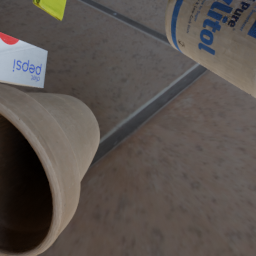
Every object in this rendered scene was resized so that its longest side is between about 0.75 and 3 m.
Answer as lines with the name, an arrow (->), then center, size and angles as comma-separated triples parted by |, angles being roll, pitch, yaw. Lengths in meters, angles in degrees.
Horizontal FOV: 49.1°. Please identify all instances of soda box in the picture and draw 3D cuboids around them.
soda box -> -2.255, -1.158, 4.514 | 0.705, 2.224, 0.759 | 9, 94, 18

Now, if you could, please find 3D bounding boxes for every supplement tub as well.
supplement tub -> 2.265, -1.785, 5.171 | 1.940, 1.940, 2.941 | -28, 49, -21

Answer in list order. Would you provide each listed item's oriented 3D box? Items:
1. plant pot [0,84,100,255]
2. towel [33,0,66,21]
plant pot -> -1.219, 0.308, 3.589 | 1.961, 1.961, 1.710 | 19, 24, 15
towel -> -1.649, -4.162, 6.843 | 0.244, 1.161, 2.699 | 14, 95, 21
